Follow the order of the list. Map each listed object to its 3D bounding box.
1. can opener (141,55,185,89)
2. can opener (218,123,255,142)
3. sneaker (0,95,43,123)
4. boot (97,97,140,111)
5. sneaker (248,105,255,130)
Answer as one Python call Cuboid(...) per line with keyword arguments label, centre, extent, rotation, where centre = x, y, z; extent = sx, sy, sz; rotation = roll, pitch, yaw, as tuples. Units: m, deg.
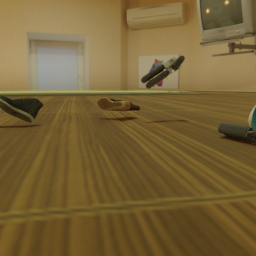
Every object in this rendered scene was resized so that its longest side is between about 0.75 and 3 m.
Cuboid(label="can opener", centre=(1.127, -1.818, 8.660), extent=(1.680, 0.448, 0.562), rotation=(-37, -5, -31))
Cuboid(label="can opener", centre=(2.376, 0.004, 5.403), extent=(0.371, 0.465, 1.391), rotation=(23, -3, -27))
Cuboid(label="sneaker", centre=(-2.931, -0.646, 7.558), extent=(1.184, 0.629, 0.443), rotation=(28, -34, -1))
Cuboid(label="boot", centre=(-0.315, -0.707, 9.183), extent=(1.182, 0.428, 0.983), rotation=(8, 0, 36))
Cuboid(label="sneaker", centre=(3.508, -0.458, 6.874), extent=(0.759, 0.801, 1.984), rotation=(43, 58, 13))
